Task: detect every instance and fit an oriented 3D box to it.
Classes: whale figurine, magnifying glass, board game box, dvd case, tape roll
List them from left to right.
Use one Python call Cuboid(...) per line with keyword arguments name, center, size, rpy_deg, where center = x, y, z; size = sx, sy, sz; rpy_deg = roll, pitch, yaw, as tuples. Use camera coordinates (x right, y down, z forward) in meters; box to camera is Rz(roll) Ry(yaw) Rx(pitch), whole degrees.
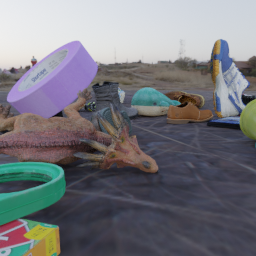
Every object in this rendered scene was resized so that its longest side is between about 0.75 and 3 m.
Cuboid(name="board game box", center=(-1.542, 1.102, 1.431), size=(1.168, 0.367, 2.445), rpy_deg=(3, 12, 21))
Cuboid(name="magnifying glass", center=(-1.362, 0.683, 2.175), size=(1.095, 0.308, 2.751), rpy_deg=(1, 8, 10))
Cuboid(name="tape roll", center=(-1.996, -1.263, 7.443), size=(2.408, 0.790, 2.408), rpy_deg=(-26, 33, 18))
Cuboid(name="whale figurine", center=(1.263, -1.155, 12.213), size=(2.292, 1.189, 1.823), rpy_deg=(-3, 8, -24))
Cuboid(name="dvd case", center=(3.920, -0.195, 9.582), size=(1.546, 0.190, 2.167), rpy_deg=(8, 12, 44))

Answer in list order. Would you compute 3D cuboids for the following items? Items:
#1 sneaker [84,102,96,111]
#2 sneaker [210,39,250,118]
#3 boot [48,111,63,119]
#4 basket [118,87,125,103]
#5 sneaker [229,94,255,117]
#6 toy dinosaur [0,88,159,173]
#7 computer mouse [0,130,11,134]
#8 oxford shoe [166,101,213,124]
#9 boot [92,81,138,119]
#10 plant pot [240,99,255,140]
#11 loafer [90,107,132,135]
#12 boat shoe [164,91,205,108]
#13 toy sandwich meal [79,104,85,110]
Cuboid(name="sneaker", center=(-1.962, -1.043, 14.107), size=(0.535, 0.488, 1.321), rpy_deg=(-6, 2, 3))
Cuboid(name="sneaker", center=(2.963, -1.449, 8.118), size=(0.990, 2.246, 0.845), rpy_deg=(-6, 14, 10))
Cuboid(name="boot", center=(-2.959, -0.149, 8.192), size=(1.718, 0.588, 1.617), rpy_deg=(-6, 25, 6))
Cuboid(name="basket", center=(-1.154, -2.221, 18.604), size=(1.752, 1.219, 1.545), rpy_deg=(11, 12, 9))
Cuboid(name="sneaker", center=(4.456, -0.921, 10.843), size=(1.657, 1.148, 2.745), rpy_deg=(4, 1, -3))
Cuboid(name="toy dinosaur", center=(-1.082, 0.204, 4.367), size=(2.897, 1.244, 1.964), rpy_deg=(-10, 19, -24))
Cuboid(name="computer mouse", center=(-3.693, 0.015, 7.836), size=(2.310, 0.393, 0.677), rpy_deg=(1, 21, 19))
Cuboid(name="oxford shoe", center=(2.363, -0.595, 10.302), size=(2.169, 0.773, 0.773), rpy_deg=(-4, 9, -35))
Cuboid(name="boot", center=(-0.386, -1.045, 10.704), size=(0.788, 1.486, 2.258), rpy_deg=(6, 11, 37))
Cuboid(name="plant pot", center=(3.255, -0.034, 6.388), size=(1.126, 1.126, 1.036), rpy_deg=(1, 21, 7))
Cuboid(name="loafer", center=(-0.500, 0.042, 6.764), size=(0.785, 0.897, 2.497), rpy_deg=(-18, -1, 13))
Cuboid(name="boat shoe", center=(2.949, -1.604, 15.769), size=(2.626, 0.945, 0.887), rpy_deg=(10, 12, 36))
Cuboid(name="toy sandwich meal", center=(-2.479, -1.083, 13.938), size=(0.782, 0.268, 0.782), rpy_deg=(-25, 19, 9))
